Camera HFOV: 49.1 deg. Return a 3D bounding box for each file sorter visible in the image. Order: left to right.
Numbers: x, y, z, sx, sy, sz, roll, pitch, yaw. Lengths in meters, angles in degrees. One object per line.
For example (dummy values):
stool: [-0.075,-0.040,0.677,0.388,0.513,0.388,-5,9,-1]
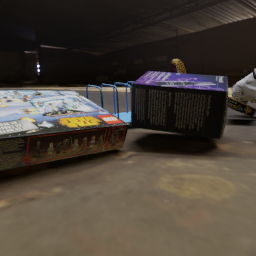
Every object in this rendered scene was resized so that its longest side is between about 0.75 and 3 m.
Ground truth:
file sorter: [-0.159,-0.774,8.610,1.965,1.205,1.363,-9,16,-26]

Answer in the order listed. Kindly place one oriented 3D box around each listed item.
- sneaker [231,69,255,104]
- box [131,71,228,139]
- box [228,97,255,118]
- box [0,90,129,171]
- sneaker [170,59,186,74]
sneaker: [4.885,-1.100,10.639,1.426,2.482,0.932,-30,-45,26]
box: [1.276,-0.639,6.751,2.112,1.102,1.563,6,23,15]
box: [3.827,-0.693,9.525,0.983,0.304,1.230,30,11,23]
box: [-1.748,-0.112,5.191,2.989,0.596,2.046,-6,28,-43]
sneaker: [1.986,-1.781,12.240,1.216,2.699,1.011,-3,48,23]
